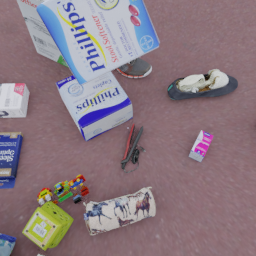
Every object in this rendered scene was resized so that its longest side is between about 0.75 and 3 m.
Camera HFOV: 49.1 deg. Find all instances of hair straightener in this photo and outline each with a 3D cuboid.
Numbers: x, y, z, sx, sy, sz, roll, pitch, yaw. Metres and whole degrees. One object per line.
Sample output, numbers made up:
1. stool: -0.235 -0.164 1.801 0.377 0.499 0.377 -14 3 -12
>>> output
1. hair straightener: 0.224 0.634 8.407 0.615 0.327 1.598 15 63 8

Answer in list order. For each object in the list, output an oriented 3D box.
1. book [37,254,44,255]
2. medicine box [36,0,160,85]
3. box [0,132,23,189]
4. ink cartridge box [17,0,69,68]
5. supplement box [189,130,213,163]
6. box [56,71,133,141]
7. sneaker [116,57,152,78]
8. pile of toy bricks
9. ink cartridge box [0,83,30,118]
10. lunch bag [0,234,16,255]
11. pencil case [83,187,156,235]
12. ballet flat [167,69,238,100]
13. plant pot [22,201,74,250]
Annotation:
1. book: -1.875 3.478 5.873 0.500 2.082 1.391 29 65 17
2. medicine box: -0.664 -2.432 6.628 2.158 1.966 1.111 -26 28 4
3. box: -3.770 0.927 8.289 1.042 0.279 1.720 -2 63 -1
4. ink cartridge box: -2.311 -3.424 9.240 1.973 2.692 1.118 28 65 14
5. supplement box: 2.193 0.545 8.409 0.412 0.421 0.815 25 63 14
6. box: -1.033 -0.858 8.833 1.737 0.991 1.888 -27 66 -13
7. sneaker: -0.153 -2.421 9.753 2.071 0.848 0.798 21 64 11
8. pile of toy bricks: -1.754 1.706 7.743 1.355 0.752 0.669 -30 31 -3
9. ink cartridge box: -4.012 -0.883 9.077 1.375 0.580 0.996 -2 62 -1
10. lunch bag: -4.229 3.204 6.440 2.406 1.533 2.046 7 62 17
11. pencil case: -0.200 2.135 7.341 1.897 0.738 0.848 -15 93 -7
12. ballet flat: 2.551 -1.463 9.242 2.506 0.916 0.916 -10 62 -5
13. plant pot: -2.031 2.457 6.997 0.877 0.796 0.873 33 88 11
